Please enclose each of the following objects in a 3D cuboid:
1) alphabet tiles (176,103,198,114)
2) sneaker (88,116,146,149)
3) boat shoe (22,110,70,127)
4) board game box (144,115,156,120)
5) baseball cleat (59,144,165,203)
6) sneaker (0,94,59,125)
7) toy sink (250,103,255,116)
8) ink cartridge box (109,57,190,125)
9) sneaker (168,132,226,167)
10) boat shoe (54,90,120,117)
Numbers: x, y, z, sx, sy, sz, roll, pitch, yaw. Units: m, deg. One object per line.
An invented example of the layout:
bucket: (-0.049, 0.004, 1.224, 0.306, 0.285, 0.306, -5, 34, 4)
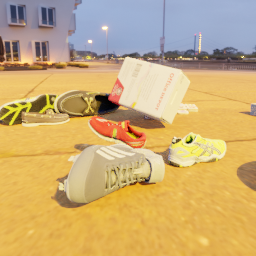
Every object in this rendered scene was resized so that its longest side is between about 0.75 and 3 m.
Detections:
alphabet tiles: (1.966, -0.962, 13.085, 2.437, 0.178, 2.383, 1, 14, 5)
sneaker: (-0.209, 0.016, 6.316, 1.385, 0.588, 0.533, 25, 40, -3)
boat shoe: (-2.997, -0.400, 10.266, 1.698, 0.505, 0.610, -6, 16, -22)
board game box: (1.197, -1.012, 11.052, 1.034, 1.297, 0.628, 3, 15, 14)
baseball cleat: (-0.069, 0.703, 4.994, 1.337, 0.876, 2.512, 5, 10, 17)
sneaker: (-3.674, -0.829, 10.902, 2.760, 1.041, 1.055, -10, 18, -38)
toy sink: (5.602, -0.719, 11.476, 0.612, 0.526, 0.939, -5, 11, -20)
ink cartridge box: (0.698, -1.316, 9.744, 2.324, 1.716, 0.995, 24, 0, 33)
sneaker: (1.736, 0.448, 6.700, 1.754, 0.670, 0.661, -10, 16, -34)
boat shoe: (-1.558, -1.036, 11.569, 0.908, 1.075, 3.017, 8, 14, 42)
